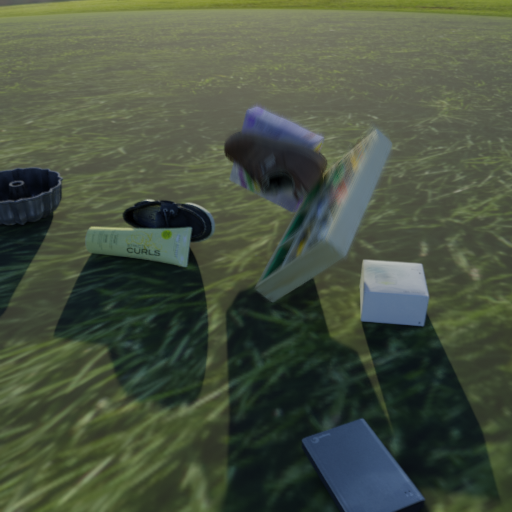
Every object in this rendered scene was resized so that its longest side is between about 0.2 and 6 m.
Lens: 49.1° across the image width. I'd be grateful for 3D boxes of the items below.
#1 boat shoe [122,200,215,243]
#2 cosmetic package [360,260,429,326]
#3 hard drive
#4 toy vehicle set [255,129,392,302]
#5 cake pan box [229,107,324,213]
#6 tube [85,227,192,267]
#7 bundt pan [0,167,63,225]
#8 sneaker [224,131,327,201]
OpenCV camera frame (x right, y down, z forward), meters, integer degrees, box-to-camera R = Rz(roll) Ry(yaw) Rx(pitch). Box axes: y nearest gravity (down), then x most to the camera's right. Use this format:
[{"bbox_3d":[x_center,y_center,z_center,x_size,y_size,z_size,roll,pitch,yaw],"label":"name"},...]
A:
[{"bbox_3d":[-1.934,-0.752,11.871,2.332,0.872,0.773,20,21,34],"label":"boat shoe"},{"bbox_3d":[2.399,0.635,9.873,1.072,0.661,1.076,4,32,7],"label":"cosmetic package"},{"bbox_3d":[1.266,2.656,6.879,0.933,0.220,1.337,-12,33,-20],"label":"hard drive"},{"bbox_3d":[1.291,-0.785,10.373,0.441,2.069,3.329,39,48,-11],"label":"toy vehicle set"},{"bbox_3d":[0.393,-2.156,12.486,1.919,1.768,0.502,31,32,21],"label":"cake pan box"},{"bbox_3d":[-2.388,-0.267,11.445,2.135,0.619,0.554,5,30,9],"label":"tube"},{"bbox_3d":[-5.529,-1.349,13.122,2.055,0.771,2.055,-1,30,0],"label":"bundt pan"},{"bbox_3d":[0.133,-1.820,11.378,2.727,0.960,1.030,18,72,45],"label":"sneaker"}]
